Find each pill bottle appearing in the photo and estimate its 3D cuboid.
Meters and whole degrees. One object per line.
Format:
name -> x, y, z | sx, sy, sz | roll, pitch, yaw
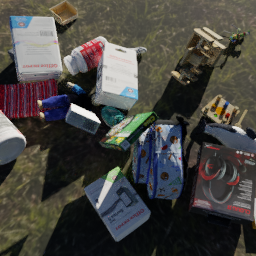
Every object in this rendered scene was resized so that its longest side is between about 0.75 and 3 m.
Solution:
pill bottle -> -1.778, -3.162, 12.440 | 1.967, 1.104, 1.104 | -33, 65, -18
pill bottle -> -5.059, 0.058, 10.348 | 1.416, 1.416, 2.486 | -40, 67, -21

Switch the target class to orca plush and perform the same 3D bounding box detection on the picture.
orca plush -> 3.898, 0.450, 10.652 | 2.632, 0.935, 1.384 | 13, 105, 12

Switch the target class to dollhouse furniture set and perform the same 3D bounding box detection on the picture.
dollhouse furniture set -> 2.868, -3.331, 12.059 | 1.576, 2.080, 2.373 | 43, 42, 21

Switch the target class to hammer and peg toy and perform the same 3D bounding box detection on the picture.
hammer and peg toy -> 3.904, -0.525, 11.198 | 1.192, 0.571, 1.620 | -40, 67, -23

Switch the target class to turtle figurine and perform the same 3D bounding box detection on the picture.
turtle figurine -> 5.332, -4.654, 13.577 | 0.940, 0.698, 0.970 | -10, 63, -11

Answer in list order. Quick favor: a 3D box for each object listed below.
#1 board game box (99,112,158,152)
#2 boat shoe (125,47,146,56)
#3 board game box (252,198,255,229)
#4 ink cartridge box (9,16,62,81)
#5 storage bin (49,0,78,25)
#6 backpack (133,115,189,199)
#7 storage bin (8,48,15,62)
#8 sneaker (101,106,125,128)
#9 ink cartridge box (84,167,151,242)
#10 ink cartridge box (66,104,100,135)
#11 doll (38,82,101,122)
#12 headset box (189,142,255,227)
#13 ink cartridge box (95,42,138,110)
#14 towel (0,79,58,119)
board game box -> -0.102, 0.107, 8.974 | 1.414, 2.699, 0.317 | -41, 101, -13
boat shoe -> 0.356, -3.545, 13.113 | 1.023, 0.368, 0.336 | 0, 65, 0
board game box -> 4.785, 2.885, 9.342 | 1.286, 0.259, 0.984 | 4, 59, 2
ink cartridge box -> -3.894, -3.307, 11.836 | 1.780, 1.043, 2.463 | -8, 82, -24
storage bin -> -3.277, -5.906, 14.431 | 1.049, 0.491, 1.041 | -38, 66, -21
backpack -> 1.095, 1.126, 9.247 | 1.954, 2.537, 2.416 | -7, 65, 3
storage bin -> -4.722, -3.455, 12.758 | 0.952, 1.031, 1.417 | 31, 64, 28
sneaker -> -0.296, -0.266, 10.838 | 0.786, 0.808, 2.028 | -43, 62, -13
ink cartridge box -> -0.351, 2.492, 9.258 | 1.383, 0.799, 1.901 | -32, 64, -17
ink cartridge box -> -1.488, -0.329, 9.023 | 0.947, 1.738, 0.438 | 25, 95, -16
doll -> -2.289, -1.007, 11.385 | 2.561, 0.621, 1.747 | -11, 81, -9
headset box -> 3.170, 1.963, 9.382 | 1.896, 0.957, 2.552 | 13, 65, 9
ink cartridge box -> -0.461, -2.178, 11.723 | 1.536, 0.885, 2.653 | 12, 57, -19
towel -> -4.226, -1.243, 11.791 | 2.489, 0.280, 1.800 | -7, 60, -5
